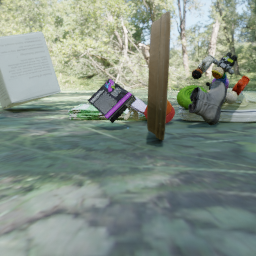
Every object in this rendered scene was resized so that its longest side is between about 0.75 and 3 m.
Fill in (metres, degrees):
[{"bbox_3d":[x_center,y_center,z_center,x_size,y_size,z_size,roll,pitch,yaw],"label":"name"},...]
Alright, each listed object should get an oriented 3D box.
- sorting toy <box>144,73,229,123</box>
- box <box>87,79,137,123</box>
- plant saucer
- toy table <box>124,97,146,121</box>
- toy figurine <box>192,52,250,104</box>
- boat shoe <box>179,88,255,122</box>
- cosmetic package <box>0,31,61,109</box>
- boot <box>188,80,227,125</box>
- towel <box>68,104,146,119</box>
[{"bbox_3d":[1.626,-1.032,7.644,2.611,0.899,0.905,-23,51,-8],"label":"sorting toy"},{"bbox_3d":[-0.423,-0.697,6.907,1.159,0.829,0.209,42,-5,44],"label":"box"},{"bbox_3d":[0.585,-0.960,5.401,0.353,2.395,2.395,2,9,5],"label":"plant saucer"},{"bbox_3d":[0.123,-0.569,8.146,0.832,0.487,0.765,41,34,-2],"label":"toy table"},{"bbox_3d":[2.529,-1.361,7.848,0.924,1.307,1.328,-47,29,-11],"label":"toy figurine"},{"bbox_3d":[3.009,-0.709,8.286,2.969,0.921,1.069,-1,15,4],"label":"boat shoe"},{"bbox_3d":[-4.435,-2.328,11.644,2.099,2.524,2.112,-21,10,-32],"label":"cosmetic package"},{"bbox_3d":[2.026,-0.825,7.131,0.890,1.352,0.472,31,-30,-27],"label":"boot"},{"bbox_3d":[-0.443,-0.590,9.423,2.760,0.323,2.105,0,10,2],"label":"towel"}]
